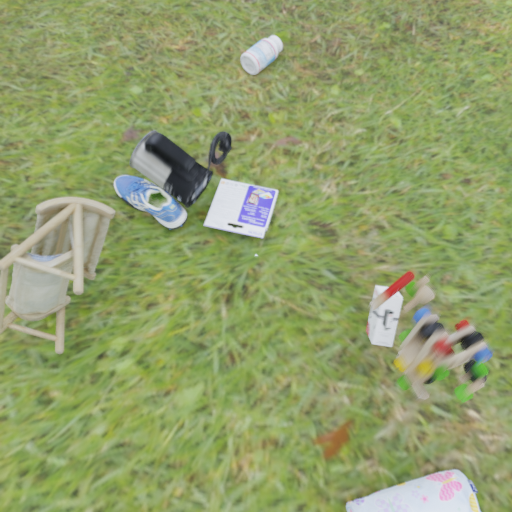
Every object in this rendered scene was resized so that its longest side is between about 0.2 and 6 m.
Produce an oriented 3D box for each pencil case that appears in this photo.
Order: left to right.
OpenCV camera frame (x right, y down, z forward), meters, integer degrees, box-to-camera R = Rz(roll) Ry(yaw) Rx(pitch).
[{"bbox_3d":[2.454,4.069,8.796,2.033,0.845,0.922,-13,51,-7],"label":"pencil case"}]

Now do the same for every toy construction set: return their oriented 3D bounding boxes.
[{"bbox_3d":[2.491,1.401,8.762,1.923,1.478,1.604,54,31,14],"label":"toy construction set"}]

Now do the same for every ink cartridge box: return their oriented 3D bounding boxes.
[{"bbox_3d":[-0.324,-0.978,12.116,1.332,0.292,1.344,13,58,8],"label":"ink cartridge box"},{"bbox_3d":[2.292,1.069,10.079,0.383,0.679,0.925,8,103,-1],"label":"ink cartridge box"}]

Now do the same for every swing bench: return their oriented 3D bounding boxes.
[{"bbox_3d":[-3.449,0.243,9.579,1.283,1.968,1.978,20,44,-12],"label":"swing bench"}]

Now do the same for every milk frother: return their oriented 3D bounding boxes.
[{"bbox_3d":[-1.497,-2.108,11.548,1.482,1.422,1.576,36,54,2],"label":"milk frother"}]

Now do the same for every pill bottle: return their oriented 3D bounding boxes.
[{"bbox_3d":[0.162,-5.210,14.462,0.601,0.601,1.104,37,65,20],"label":"pill bottle"}]

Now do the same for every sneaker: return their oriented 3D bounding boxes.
[{"bbox_3d":[-2.305,-1.317,12.004,1.953,0.752,0.739,28,70,23],"label":"sneaker"}]
